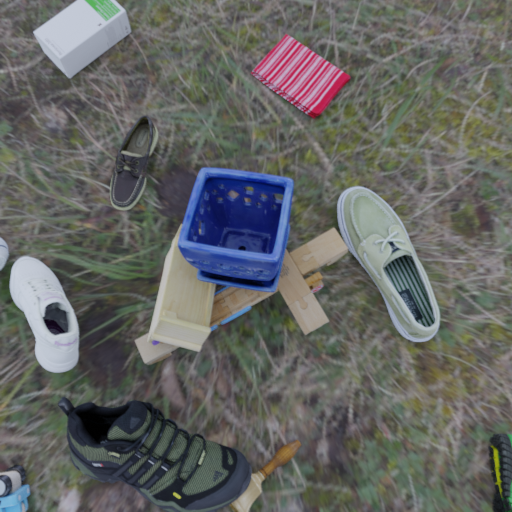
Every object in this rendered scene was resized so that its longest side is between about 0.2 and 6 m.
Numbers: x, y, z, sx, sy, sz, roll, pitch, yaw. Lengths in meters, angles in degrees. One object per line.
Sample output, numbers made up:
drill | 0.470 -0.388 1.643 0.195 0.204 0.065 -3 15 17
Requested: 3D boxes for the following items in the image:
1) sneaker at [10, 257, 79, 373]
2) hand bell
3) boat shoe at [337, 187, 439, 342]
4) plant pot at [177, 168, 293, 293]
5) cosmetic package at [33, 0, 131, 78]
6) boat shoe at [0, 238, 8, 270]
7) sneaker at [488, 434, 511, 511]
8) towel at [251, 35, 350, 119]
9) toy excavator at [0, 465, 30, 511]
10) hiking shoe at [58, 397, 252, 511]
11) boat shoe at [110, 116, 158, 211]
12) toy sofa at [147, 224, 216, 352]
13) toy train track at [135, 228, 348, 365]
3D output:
sneaker | -3.348 0.738 9.082 0.827 1.100 2.208 -14 56 -36
hand bell | 0.149 3.391 8.781 1.426 0.743 0.743 -33 76 -22
boat shoe | 2.335 0.018 9.532 1.065 0.918 2.958 -25 75 -7
plant pot | -0.230 -0.316 8.656 1.509 1.357 1.510 8 60 10
cosmetic package | -3.374 -4.380 10.975 0.869 0.685 1.615 44 77 10
boat shoe | -5.119 0.917 9.070 0.995 1.096 2.980 40 69 14
sneaker | 4.104 3.699 8.541 0.791 0.724 1.857 3 73 1
towel | 0.883 -3.542 10.988 1.648 0.185 1.192 38 76 11
toy excavator | -3.732 3.952 8.584 1.278 0.657 1.315 -9 86 -1
hiking shoe | -1.522 2.831 8.109 2.928 1.474 1.109 7 45 13
boat shoe | -2.289 -1.735 10.230 0.664 0.588 1.814 10 74 3
toy sofa | -1.129 0.558 9.207 0.821 0.967 1.982 17 51 -14
toy train track | -0.213 0.734 9.492 3.821 0.622 2.191 -29 70 -1
